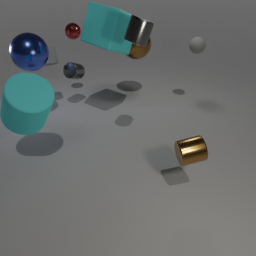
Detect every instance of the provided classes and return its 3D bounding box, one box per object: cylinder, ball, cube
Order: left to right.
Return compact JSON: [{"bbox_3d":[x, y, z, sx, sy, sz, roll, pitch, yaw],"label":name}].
[{"bbox_3d":[-3.068,-0.707,8.491,1.400,1.400,1.400,13,56,-21],"label":"cylinder"},{"bbox_3d":[-3.664,-2.818,10.426,1.400,1.400,1.400,0,31,0],"label":"ball"},{"bbox_3d":[-3.401,-3.064,11.972,0.700,0.700,0.700,-11,9,2],"label":"cylinder"},{"bbox_3d":[-2.431,-4.273,12.363,0.700,0.700,0.700,0,31,0],"label":"ball"},{"bbox_3d":[-2.376,-2.518,12.358,0.700,0.700,0.700,13,12,20],"label":"cylinder"},{"bbox_3d":[-0.674,-3.667,10.402,1.400,1.400,1.400,26,19,26],"label":"cube"},{"bbox_3d":[0.373,-3.878,12.890,1.400,1.400,1.400,0,31,0],"label":"ball"},{"bbox_3d":[0.313,-2.810,8.114,0.700,0.700,0.700,18,21,-7],"label":"cylinder"},{"bbox_3d":[1.682,0.610,7.517,0.700,0.700,0.700,-14,32,-4],"label":"cylinder"},{"bbox_3d":[2.987,-3.556,12.039,0.700,0.700,0.700,0,31,0],"label":"ball"}]
